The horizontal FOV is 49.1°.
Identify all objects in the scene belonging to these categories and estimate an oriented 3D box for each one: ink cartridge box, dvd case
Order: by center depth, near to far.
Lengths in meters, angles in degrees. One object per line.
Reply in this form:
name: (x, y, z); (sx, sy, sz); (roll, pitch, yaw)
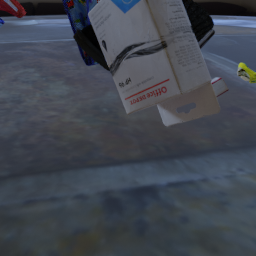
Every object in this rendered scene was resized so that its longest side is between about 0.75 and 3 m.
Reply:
ink cartridge box: (0.412, -1.171, 4.844); (0.851, 2.510, 1.456); (-25, 4, -36)
ink cartridge box: (2.131, -0.978, 7.151); (0.632, 0.367, 0.876); (-31, 6, 14)
dvd case: (2.369, -3.503, 11.309); (1.398, 0.230, 1.861); (35, 75, 32)

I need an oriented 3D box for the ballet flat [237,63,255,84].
ballet flat: (3.303, -1.542, 7.897); (0.358, 0.357, 1.070); (-23, 35, 3)

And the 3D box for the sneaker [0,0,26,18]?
sneaker: (-3.376, -3.006, 6.863); (1.655, 0.956, 0.648); (39, 10, 3)

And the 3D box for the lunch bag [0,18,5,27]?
lunch bag: (-3.449, -2.049, 5.853); (1.214, 0.759, 1.613); (-41, 0, 13)

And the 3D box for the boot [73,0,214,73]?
boot: (0.444, -2.289, 6.584); (3.043, 2.275, 1.145); (15, 28, -42)

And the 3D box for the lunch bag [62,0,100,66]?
lunch bag: (-0.878, -3.403, 9.286); (1.258, 2.674, 2.013); (12, 34, 36)
